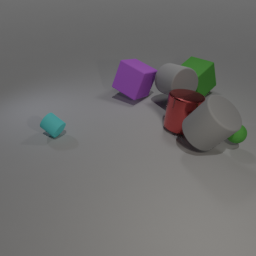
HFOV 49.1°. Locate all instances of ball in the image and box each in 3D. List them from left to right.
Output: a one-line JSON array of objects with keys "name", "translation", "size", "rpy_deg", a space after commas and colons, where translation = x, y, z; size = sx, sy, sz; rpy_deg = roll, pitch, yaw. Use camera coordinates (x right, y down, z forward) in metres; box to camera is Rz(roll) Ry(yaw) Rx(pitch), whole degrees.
[{"name": "ball", "translation": [3.801, 0.188, 9.819], "size": [0.700, 0.700, 0.700], "rpy_deg": [0, 30, 0]}]

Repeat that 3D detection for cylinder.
[{"name": "cylinder", "translation": [-2.861, -0.113, 10.677], "size": [0.700, 0.700, 0.700], "rpy_deg": [37, 38, 5]}, {"name": "cylinder", "translation": [2.116, -2.065, 12.365], "size": [1.400, 1.400, 1.400], "rpy_deg": [-14, 25, -22]}, {"name": "cylinder", "translation": [2.198, -0.654, 11.018], "size": [1.400, 1.400, 1.400], "rpy_deg": [5, 28, -3]}, {"name": "cylinder", "translation": [2.771, -0.153, 9.349], "size": [1.400, 1.400, 1.400], "rpy_deg": [17, 51, -22]}]

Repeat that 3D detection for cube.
[{"name": "cube", "translation": [0.333, -2.359, 13.413], "size": [1.400, 1.400, 1.400], "rpy_deg": [33, 29, 20]}, {"name": "cube", "translation": [3.338, -2.469, 13.889], "size": [1.400, 1.400, 1.400], "rpy_deg": [-41, 45, -18]}]
